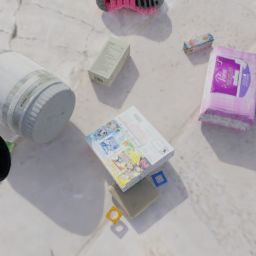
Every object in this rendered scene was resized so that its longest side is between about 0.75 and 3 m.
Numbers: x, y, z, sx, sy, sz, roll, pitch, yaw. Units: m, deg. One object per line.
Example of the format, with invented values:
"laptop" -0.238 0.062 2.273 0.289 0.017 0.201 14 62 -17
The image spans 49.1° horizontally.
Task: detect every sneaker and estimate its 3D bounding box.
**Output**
"sneaker" 0.108 -5.870 12.248 2.960 1.169 1.412 4 55 0

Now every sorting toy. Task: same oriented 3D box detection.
"sorting toy" 0.181 2.120 9.185 2.339 0.319 1.317 -38 70 -13

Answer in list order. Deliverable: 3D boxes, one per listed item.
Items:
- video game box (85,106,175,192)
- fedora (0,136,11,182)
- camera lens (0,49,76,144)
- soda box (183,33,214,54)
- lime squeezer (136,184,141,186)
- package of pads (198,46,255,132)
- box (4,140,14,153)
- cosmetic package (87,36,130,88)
"video game box" 0.031 0.628 9.500 2.121 0.545 2.328 -32 60 -15
"fedora" -3.784 0.808 7.557 0.642 1.406 1.406 -15 67 11
"camera lens" -3.544 -1.091 9.450 2.895 2.316 2.316 32 71 13
"soda box" 2.876 -3.472 11.496 1.223 0.418 0.389 -22 69 -9
"lime squeezer" -0.027 1.665 9.379 0.194 0.364 1.029 -6 43 -48
"package of pads" 3.708 -1.450 10.257 1.773 1.113 2.943 14 68 4
"box" -4.638 0.963 9.736 0.885 0.223 1.227 17 69 7
"cosmetic package" -0.717 -2.607 11.001 0.966 0.653 1.836 26 70 11
